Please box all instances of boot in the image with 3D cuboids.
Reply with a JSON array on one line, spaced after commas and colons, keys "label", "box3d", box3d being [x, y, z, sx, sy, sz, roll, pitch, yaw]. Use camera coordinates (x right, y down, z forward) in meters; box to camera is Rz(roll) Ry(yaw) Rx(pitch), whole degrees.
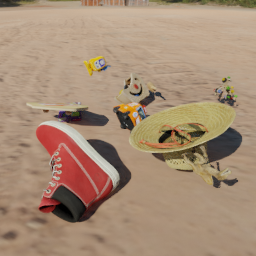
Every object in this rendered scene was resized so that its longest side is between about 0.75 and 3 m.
[{"label": "boot", "box3d": [-1.472, 0.815, 5.707, 2.243, 0.812, 1.618, 38, 41, 17]}]

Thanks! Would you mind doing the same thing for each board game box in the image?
[{"label": "board game box", "box3d": [-1.958, -0.558, 9.500, 0.741, 0.199, 1.235, 0, 28, -9]}]

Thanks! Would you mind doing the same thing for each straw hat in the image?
[{"label": "straw hat", "box3d": [1.294, 0.377, 6.504, 2.571, 1.088, 2.571, -16, 19, 6]}]

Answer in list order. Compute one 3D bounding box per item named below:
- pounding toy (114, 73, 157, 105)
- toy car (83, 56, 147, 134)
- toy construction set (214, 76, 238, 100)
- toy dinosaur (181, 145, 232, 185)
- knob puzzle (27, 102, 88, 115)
[{"label": "pounding toy", "box3d": [0.334, -1.476, 9.889, 1.023, 1.020, 1.784, -36, 2, 41]}, {"label": "toy car", "box3d": [-0.213, -1.051, 8.092, 0.849, 2.551, 1.251, -31, 11, -16]}, {"label": "toy construction set", "box3d": [3.404, -1.400, 9.734, 0.747, 0.689, 0.896, 25, 3, 0]}, {"label": "toy dinosaur", "box3d": [1.395, 0.768, 5.474, 0.446, 0.776, 1.534, -29, -3, -10]}, {"label": "knob puzzle", "box3d": [-1.910, -0.534, 8.069, 1.880, 0.261, 1.880, 4, 8, -1]}]
